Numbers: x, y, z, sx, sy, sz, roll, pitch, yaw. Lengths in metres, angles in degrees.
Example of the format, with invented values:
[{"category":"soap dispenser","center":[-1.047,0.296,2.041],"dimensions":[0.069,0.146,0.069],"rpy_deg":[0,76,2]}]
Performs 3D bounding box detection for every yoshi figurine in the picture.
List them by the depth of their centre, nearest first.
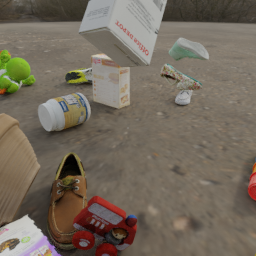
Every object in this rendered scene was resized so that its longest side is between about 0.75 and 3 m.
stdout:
[{"category":"yoshi figurine","center":[-4.598,-2.359,11.369],"dimensions":[1.634,1.628,2.907],"rpy_deg":[-4,28,-24]}]

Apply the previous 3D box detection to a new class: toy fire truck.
[{"category":"toy fire truck","center":[-0.286,1.391,3.939],"dimensions":[0.932,0.783,0.523],"rpy_deg":[34,31,-15]}]

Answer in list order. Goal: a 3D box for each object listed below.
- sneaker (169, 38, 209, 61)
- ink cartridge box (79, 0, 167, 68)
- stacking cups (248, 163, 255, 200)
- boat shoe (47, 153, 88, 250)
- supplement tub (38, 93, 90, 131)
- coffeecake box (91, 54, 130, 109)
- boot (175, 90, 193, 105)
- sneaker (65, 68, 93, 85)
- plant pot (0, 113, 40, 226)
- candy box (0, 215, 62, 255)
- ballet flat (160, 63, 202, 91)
[{"category":"sneaker","center":[1.669,-2.068,7.786],"dimensions":[1.099,0.648,0.405],"rpy_deg":[17,63,-22]},{"category":"ink cartridge box","center":[-0.009,-3.235,7.656],"dimensions":[1.094,2.612,1.885],"rpy_deg":[5,-16,40]},{"category":"stacking cups","center":[2.846,0.796,5.798],"dimensions":[0.600,0.600,1.982],"rpy_deg":[16,33,31]},{"category":"boat shoe","center":[-1.056,1.132,4.845],"dimensions":[0.711,0.672,1.978],"rpy_deg":[-5,26,-11]},{"category":"supplement tub","center":[-1.796,-0.447,7.950],"dimensions":[1.245,0.900,0.900],"rpy_deg":[-22,33,-39]},{"category":"coffeecake box","center":[-0.594,-1.629,9.618],"dimensions":[1.254,1.634,0.597],"rpy_deg":[19,31,35]},{"category":"boot","center":[2.064,-1.388,10.193],"dimensions":[0.551,0.716,1.498],"rpy_deg":[7,26,15]},{"category":"sneaker","center":[-1.681,-2.344,12.201],"dimensions":[2.026,0.755,0.857],"rpy_deg":[0,25,-1]},{"category":"plant pot","center":[-2.034,0.851,4.426],"dimensions":[0.926,2.005,2.005],"rpy_deg":[27,23,-10]},{"category":"candy box","center":[-1.524,1.789,3.779],"dimensions":[0.908,0.387,1.083],"rpy_deg":[-21,33,-37]},{"category":"ballet flat","center":[1.241,-1.143,6.768],"dimensions":[1.244,0.398,0.471],"rpy_deg":[42,7,40]}]
